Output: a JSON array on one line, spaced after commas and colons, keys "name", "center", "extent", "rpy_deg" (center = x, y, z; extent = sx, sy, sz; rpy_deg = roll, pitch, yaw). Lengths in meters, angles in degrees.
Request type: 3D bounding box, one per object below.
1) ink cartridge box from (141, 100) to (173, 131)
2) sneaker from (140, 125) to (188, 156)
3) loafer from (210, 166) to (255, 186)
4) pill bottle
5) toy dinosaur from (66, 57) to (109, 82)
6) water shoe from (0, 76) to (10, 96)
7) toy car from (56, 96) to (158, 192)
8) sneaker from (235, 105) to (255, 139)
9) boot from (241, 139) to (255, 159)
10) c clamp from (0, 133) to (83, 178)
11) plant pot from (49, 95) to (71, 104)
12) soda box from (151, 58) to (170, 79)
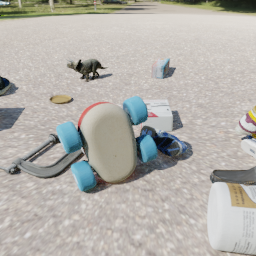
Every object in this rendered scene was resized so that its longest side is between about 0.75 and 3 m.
[{"name": "ink cartridge box", "center": [0.997, -0.490, 10.246], "extent": [1.095, 0.618, 1.492], "rpy_deg": [-1, 28, 0]}, {"name": "sneaker", "center": [1.041, 0.430, 8.659], "extent": [0.694, 0.682, 1.802], "rpy_deg": [8, 16, -41]}, {"name": "loafer", "center": [3.061, 1.219, 6.898], "extent": [1.986, 0.718, 0.723], "rpy_deg": [6, 29, 12]}, {"name": "pill bottle", "center": [2.716, 1.752, 5.281], "extent": [2.219, 1.269, 1.269], "rpy_deg": [4, 28, 8]}, {"name": "toy dinosaur", "center": [-1.998, -3.154, 14.721], "extent": [2.336, 1.194, 0.899], "rpy_deg": [-12, 30, -20]}, {"name": "water shoe", "center": [-6.093, -2.215, 13.299], "extent": [0.760, 0.839, 2.125], "rpy_deg": [-7, 28, -13]}, {"name": "toy car", "center": [-0.798, 0.193, 7.732], "extent": [2.193, 2.104, 2.379], "rpy_deg": [-23, 22, -18]}, {"name": "sneaker", "center": [4.485, -0.036, 9.180], "extent": [2.369, 1.067, 0.888], "rpy_deg": [14, 43, -31]}, {"name": "boot", "center": [3.984, 0.674, 8.134], "extent": [0.648, 0.522, 1.435], "rpy_deg": [-12, 29, -10]}, {"name": "c clamp", "center": [-2.499, 0.724, 8.269], "extent": [2.049, 0.325, 2.399], "rpy_deg": [16, 32, 27]}, {"name": "plant pot", "center": [-2.944, -1.238, 12.218], "extent": [0.931, 0.128, 0.931], "rpy_deg": [-1, 28, 0]}, {"name": "soda box", "center": [1.846, -3.388, 15.739], "extent": [0.699, 0.650, 2.044], "rpy_deg": [8, 30, 15]}]
